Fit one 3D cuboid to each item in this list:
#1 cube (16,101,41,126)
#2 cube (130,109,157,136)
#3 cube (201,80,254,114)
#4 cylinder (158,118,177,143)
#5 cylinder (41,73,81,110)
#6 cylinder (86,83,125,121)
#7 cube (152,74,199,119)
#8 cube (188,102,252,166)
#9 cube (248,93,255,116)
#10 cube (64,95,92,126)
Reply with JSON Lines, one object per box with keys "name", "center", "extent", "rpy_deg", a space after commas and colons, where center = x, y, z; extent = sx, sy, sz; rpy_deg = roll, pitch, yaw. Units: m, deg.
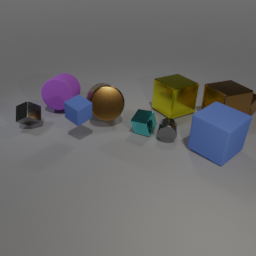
{"name": "cube", "center": [-3.959, -0.565, 11.161], "extent": [0.700, 0.700, 0.700], "rpy_deg": [-17, -21, 28]}
{"name": "cube", "center": [0.615, -0.211, 10.779], "extent": [0.700, 0.700, 0.700], "rpy_deg": [12, 51, 30]}
{"name": "cube", "center": [4.112, -1.068, 11.781], "extent": [1.400, 1.400, 1.400], "rpy_deg": [-11, 31, -19]}
{"name": "cylinder", "center": [1.488, 0.077, 10.513], "extent": [0.700, 0.700, 0.700], "rpy_deg": [5, 30, 9]}
{"name": "cylinder", "center": [-2.986, -1.661, 12.633], "extent": [1.400, 1.400, 1.400], "rpy_deg": [3, 21, 5]}
{"name": "cylinder", "center": [-0.956, -1.107, 11.546], "extent": [1.400, 1.400, 1.400], "rpy_deg": [-7, 15, -12]}
{"name": "cube", "center": [2.051, -1.421, 12.334], "extent": [1.400, 1.400, 1.400], "rpy_deg": [-16, 35, -28]}
{"name": "cube", "center": [3.084, 0.154, 9.535], "extent": [1.400, 1.400, 1.400], "rpy_deg": [-27, 43, -35]}
{"name": "cube", "center": [5.281, -1.085, 12.306], "extent": [0.700, 0.700, 0.700], "rpy_deg": [-44, 46, -16]}
{"name": "cube", "center": [-1.752, -0.630, 9.891], "extent": [0.700, 0.700, 0.700], "rpy_deg": [32, 47, 25]}
